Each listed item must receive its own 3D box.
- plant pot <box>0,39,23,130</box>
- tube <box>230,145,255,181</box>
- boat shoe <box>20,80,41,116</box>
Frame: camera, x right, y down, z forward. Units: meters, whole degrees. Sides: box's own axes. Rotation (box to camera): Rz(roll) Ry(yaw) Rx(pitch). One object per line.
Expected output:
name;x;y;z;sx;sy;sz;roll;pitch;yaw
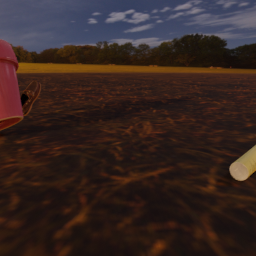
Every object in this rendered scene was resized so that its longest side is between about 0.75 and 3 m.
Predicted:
plant pot;-3.264;-0.802;6.281;1.908;1.708;1.908;-22;-1;0
tube;1.992;0.495;4.447;1.126;0.327;0.292;-18;58;-44
boat shoe;-3.068;-0.961;8.601;0.416;1.182;0.416;13;-15;23
